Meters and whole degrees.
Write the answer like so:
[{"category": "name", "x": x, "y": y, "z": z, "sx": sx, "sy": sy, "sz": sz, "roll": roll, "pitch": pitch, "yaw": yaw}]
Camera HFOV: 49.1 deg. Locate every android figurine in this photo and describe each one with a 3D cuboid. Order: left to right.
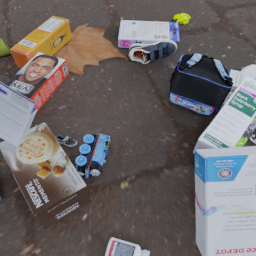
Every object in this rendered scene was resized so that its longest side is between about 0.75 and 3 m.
[{"category": "android figurine", "x": 2.693, "y": -5.470, "z": 14.010, "sx": 0.939, "sy": 0.193, "sz": 0.854, "roll": -26, "pitch": 56, "yaw": -18}]

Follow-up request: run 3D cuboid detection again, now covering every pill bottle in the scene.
[{"category": "pill bottle", "x": -0.011, "y": 3.159, "z": 6.946, "sx": 1.032, "sy": 0.617, "sz": 0.617, "roll": 12, "pitch": 53, "yaw": 9}]

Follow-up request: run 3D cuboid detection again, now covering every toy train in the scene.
[{"category": "toy train", "x": -1.088, "y": 0.841, "z": 8.771, "sx": 0.877, "sy": 0.666, "sz": 1.536, "roll": 12, "pitch": 53, "yaw": 2}]

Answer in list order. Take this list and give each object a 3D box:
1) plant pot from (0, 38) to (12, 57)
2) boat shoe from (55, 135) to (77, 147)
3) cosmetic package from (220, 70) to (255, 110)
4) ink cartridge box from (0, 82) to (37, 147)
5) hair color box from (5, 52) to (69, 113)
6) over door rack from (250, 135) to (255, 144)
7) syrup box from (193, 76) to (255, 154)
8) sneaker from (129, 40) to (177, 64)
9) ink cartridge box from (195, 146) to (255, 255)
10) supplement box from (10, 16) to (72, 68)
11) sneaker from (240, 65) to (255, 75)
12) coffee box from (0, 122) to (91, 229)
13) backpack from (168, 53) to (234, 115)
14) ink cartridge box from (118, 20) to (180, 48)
[{"category": "plant pot", "x": -5.593, "y": -3.371, "z": 12.111, "sx": 0.769, "sy": 0.719, "sz": 0.719, "roll": -30, "pitch": 57, "yaw": -6}, {"category": "boat shoe", "x": -2.072, "y": 0.394, "z": 9.348, "sx": 0.772, "sy": 0.264, "sz": 0.285, "roll": 18, "pitch": 54, "yaw": 14}, {"category": "cosmetic package", "x": 4.400, "y": -1.222, "z": 10.467, "sx": 1.539, "sy": 0.527, "sz": 2.041, "roll": 18, "pitch": 54, "yaw": 10}, {"category": "ink cartridge box", "x": -3.411, "y": -0.626, "z": 7.275, "sx": 1.990, "sy": 1.994, "sz": 0.405, "roll": 32, "pitch": 42, "yaw": -9}, {"category": "hair color box", "x": -3.536, "y": -1.676, "z": 10.624, "sx": 1.350, "sy": 0.814, "sz": 2.660, "roll": 18, "pitch": 53, "yaw": 14}, {"category": "over door rack", "x": 4.945, "y": 0.476, "z": 9.148, "sx": 1.092, "sy": 0.492, "sz": 1.478, "roll": -29, "pitch": 58, "yaw": -20}, {"category": "syrup box", "x": 3.381, "y": -0.156, "z": 8.845, "sx": 1.144, "sy": 1.183, "sz": 2.904, "roll": 35, "pitch": 71, "yaw": 18}, {"category": "sneaker", "x": 1.040, "y": -3.154, "z": 11.818, "sx": 2.038, "sy": 0.799, "sz": 0.809, "roll": -4, "pitch": 46, "yaw": 11}, {"category": "ink cartridge box", "x": 2.644, "y": 1.812, "z": 6.829, "sx": 1.852, "sy": 1.084, "sz": 2.562, "roll": -2, "pitch": 96, "yaw": -2}, {"category": "supplement box", "x": -3.640, "y": -3.697, "z": 12.134, "sx": 0.990, "sy": 0.958, "sz": 2.878, "roll": 22, "pitch": 54, "yaw": 21}, {"category": "sneaker", "x": 5.181, "y": -2.090, "z": 11.130, "sx": 1.479, "sy": 0.576, "sz": 0.735, "roll": -5, "pitch": 55, "yaw": -2}, {"category": "coffee box", "x": -2.426, "y": 1.296, "z": 8.120, "sx": 1.528, "sy": 1.065, "sz": 2.671, "roll": -28, "pitch": 57, "yaw": -20}, {"category": "backpack", "x": 2.614, "y": -1.763, "z": 10.189, "sx": 2.069, "sy": 1.525, "sz": 2.266, "roll": 20, "pitch": 35, "yaw": 4}, {"category": "ink cartridge box", "x": 0.954, "y": -4.279, "z": 12.839, "sx": 2.727, "sy": 0.572, "sz": 1.627, "roll": 1, "pitch": 50, "yaw": 4}]
